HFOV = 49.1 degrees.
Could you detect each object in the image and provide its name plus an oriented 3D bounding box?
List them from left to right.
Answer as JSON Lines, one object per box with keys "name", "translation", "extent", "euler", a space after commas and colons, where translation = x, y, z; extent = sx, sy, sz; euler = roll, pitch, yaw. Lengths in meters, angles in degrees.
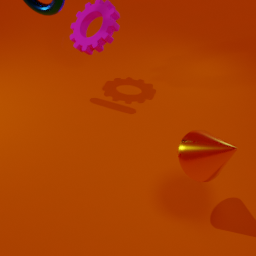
{"name": "ring", "translation": [-2.389, -3.819, 7.525], "extent": [1.600, 1.600, 0.320], "euler": [18, 49, 18]}
{"name": "gear", "translation": [-1.092, -3.264, 9.049], "extent": [1.767, 0.327, 1.767], "euler": [-9, 72, 30]}
{"name": "cone", "translation": [1.668, 0.454, 5.213], "extent": [1.069, 1.073, 1.069], "euler": [4, 77, -19]}
